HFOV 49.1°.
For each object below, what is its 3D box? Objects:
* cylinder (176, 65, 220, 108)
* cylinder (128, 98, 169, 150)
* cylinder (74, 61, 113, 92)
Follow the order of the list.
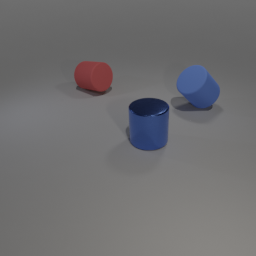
[{"bbox_3d":[3.033,-1.756,12.078,1.400,1.400,1.400,32,4,-43],"label":"cylinder"},{"bbox_3d":[0.736,-0.159,9.914,1.400,1.400,1.400,-2,31,1],"label":"cylinder"},{"bbox_3d":[-1.713,-2.582,13.916,1.400,1.400,1.400,16,33,42],"label":"cylinder"}]
